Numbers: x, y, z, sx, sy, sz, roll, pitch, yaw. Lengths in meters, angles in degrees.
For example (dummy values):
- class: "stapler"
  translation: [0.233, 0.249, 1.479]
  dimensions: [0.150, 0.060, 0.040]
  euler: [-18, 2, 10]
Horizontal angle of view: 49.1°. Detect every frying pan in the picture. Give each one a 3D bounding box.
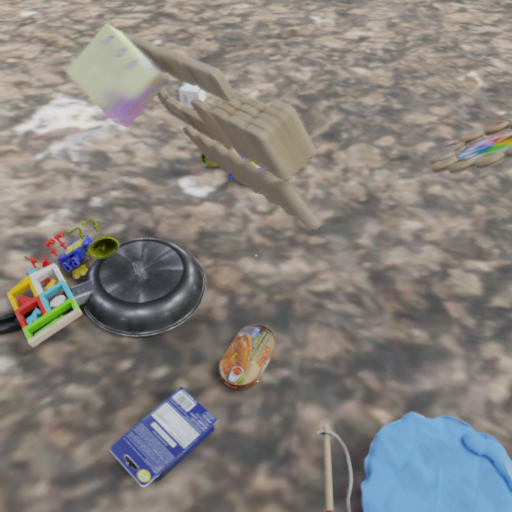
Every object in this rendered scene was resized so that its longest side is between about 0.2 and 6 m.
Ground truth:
- class: "frying pan"
  translation: [-2.871, 0.439, 10.449]
  dimensions: [3.854, 0.627, 2.332]
  euler: [2, 46, -2]

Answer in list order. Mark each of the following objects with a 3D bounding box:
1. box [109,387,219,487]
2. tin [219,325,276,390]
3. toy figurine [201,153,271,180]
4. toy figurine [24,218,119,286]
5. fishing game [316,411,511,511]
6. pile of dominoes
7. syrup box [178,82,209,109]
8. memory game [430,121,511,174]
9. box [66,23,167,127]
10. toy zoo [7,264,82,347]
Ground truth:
- class: "box"
  translation: [-1.386, 2.736, 8.465]
  dimensions: [0.873, 0.234, 1.442]
  euler: [35, 55, 29]
- class: "tin"
  translation: [-0.132, 1.704, 9.438]
  dimensions: [0.700, 0.262, 1.250]
  euler: [18, 49, 22]
- class: "toy figurine"
  translation: [-0.299, -2.114, 12.556]
  dimensions: [1.871, 0.987, 1.121]
  euler: [-4, 52, -3]
- class: "toy figurine"
  translation: [-3.397, -0.233, 10.706]
  dimensions: [1.722, 0.908, 1.032]
  euler: [-30, 23, 13]
- class: "fishing game"
  translation: [2.582, 3.353, 7.733]
  dimensions: [3.525, 0.548, 2.524]
  euler: [6, 47, -4]
- class: "pile of dominoes"
  translation: [-0.545, -2.300, 9.308]
  dimensions: [0.651, 3.185, 4.086]
  euler: [-44, 44, -6]
- class: "syrup box"
  translation: [-1.583, -4.545, 15.066]
  dimensions: [0.549, 0.531, 1.349]
  euler: [11, 48, 10]
- class: "memory game"
  translation: [3.861, -1.846, 9.083]
  dimensions: [2.120, 0.135, 2.120]
  euler: [-23, 17, 8]
- class: "box"
  translation: [-2.032, -2.626, 8.214]
  dimensions: [0.936, 0.514, 1.064]
  euler: [-45, 86, 12]
- class: "toy zoo"
  translation: [-3.789, 0.767, 9.901]
  dimensions: [0.993, 0.155, 1.514]
  euler: [-35, 55, -10]
